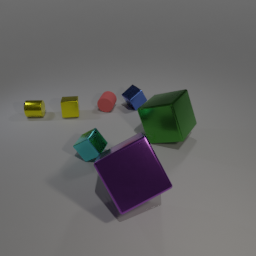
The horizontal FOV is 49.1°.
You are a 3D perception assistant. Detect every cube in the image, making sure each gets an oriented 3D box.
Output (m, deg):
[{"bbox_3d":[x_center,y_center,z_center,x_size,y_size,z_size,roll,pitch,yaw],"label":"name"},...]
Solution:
[{"bbox_3d":[-2.427,-0.897,11.799,0.700,0.700,0.700,-4,25,-6],"label":"cube"},{"bbox_3d":[0.281,-1.346,12.341,0.700,0.700,0.700,-43,47,-7],"label":"cube"},{"bbox_3d":[0.107,1.074,7.169,1.400,1.400,1.400,-28,3,0],"label":"cube"},{"bbox_3d":[1.421,-0.405,10.009,1.400,1.400,1.400,-6,23,38],"label":"cube"},{"bbox_3d":[-1.223,0.550,9.191,0.700,0.700,0.700,-25,22,32],"label":"cube"}]

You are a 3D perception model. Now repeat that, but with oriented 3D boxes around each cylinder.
[{"bbox_3d":[-3.899,-0.814,11.727,0.700,0.700,0.700,-1,32,-2],"label":"cylinder"},{"bbox_3d":[-0.913,-1.157,12.257,0.700,0.700,0.700,7,34,10],"label":"cylinder"}]
